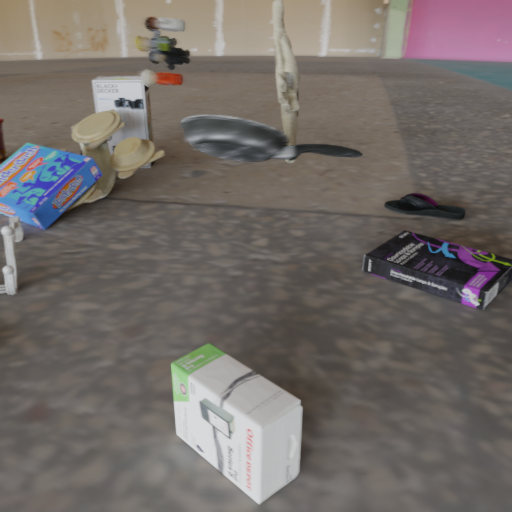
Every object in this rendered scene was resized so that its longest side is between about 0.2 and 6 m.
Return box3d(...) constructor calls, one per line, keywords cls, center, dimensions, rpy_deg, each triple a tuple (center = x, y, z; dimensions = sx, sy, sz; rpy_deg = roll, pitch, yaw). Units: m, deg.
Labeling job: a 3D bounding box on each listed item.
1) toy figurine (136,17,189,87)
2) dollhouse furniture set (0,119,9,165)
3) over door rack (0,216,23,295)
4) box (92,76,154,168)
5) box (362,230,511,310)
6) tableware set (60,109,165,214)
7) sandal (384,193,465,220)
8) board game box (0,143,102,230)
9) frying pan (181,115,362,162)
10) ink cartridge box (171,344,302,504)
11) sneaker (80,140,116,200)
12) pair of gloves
box3d(cls="toy figurine", center=(-1.547, -3.346, 9.152), dimensions=(0.685, 0.969, 0.985), rpy_deg=(5, 56, 7))
box3d(cls="dollhouse furniture set", center=(-7.930, -3.013, 15.051), dimensions=(2.224, 1.197, 0.904), rpy_deg=(-2, 25, -5))
box3d(cls="over door rack", center=(-4.916, -0.096, 9.056), dimensions=(1.989, 0.897, 2.693), rpy_deg=(-8, 25, -18))
box3d(cls="box", center=(-3.479, -3.522, 14.809), dimensions=(1.351, 2.316, 0.696), rpy_deg=(1, 24, -1))
box3d(cls="box", center=(2.974, 0.161, 9.110), dimensions=(2.029, 0.366, 1.451), rpy_deg=(18, 30, 36))
box3d(cls="tableware set", center=(-3.884, -2.207, 12.826), dimensions=(2.804, 0.389, 3.356), rpy_deg=(-37, 46, -14))
box3d(cls="sandal", center=(3.556, -1.097, 11.814), dimensions=(1.651, 0.395, 0.620), rpy_deg=(8, 26, 17))
box3d(cls="board game box", center=(-4.667, -1.536, 11.832), dimensions=(2.297, 0.517, 1.747), rpy_deg=(16, 55, 32))
box3d(cls="frying pan", center=(0.101, -1.557, 8.136), dimensions=(2.531, 0.412, 1.531), rpy_deg=(11, -4, -33))
box3d(cls="ink cartridge box", center=(-0.214, 1.560, 5.368), dimensions=(0.534, 0.924, 1.270), rpy_deg=(-22, 32, -39))
box3d(cls="sneaker", center=(-3.794, -1.996, 13.443), dimensions=(0.865, 0.975, 2.308), rpy_deg=(-3, 49, -12))
box3d(cls="pair of gloves", center=(0.556, -2.867, 9.375), dimensions=(0.378, 2.158, 1.835), rpy_deg=(-4, 61, 6))
